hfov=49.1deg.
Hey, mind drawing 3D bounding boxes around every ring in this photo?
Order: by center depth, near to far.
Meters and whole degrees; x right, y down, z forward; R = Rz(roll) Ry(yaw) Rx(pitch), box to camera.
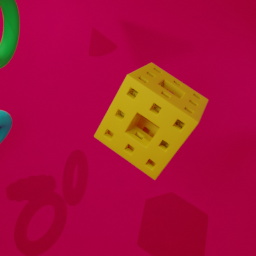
[{"bbox_3d":[-2.332,-1.763,4.960,0.293,1.465,1.465,12,68,0],"label":"ring"},{"bbox_3d":[-2.912,0.288,5.354,0.326,1.628,1.628,44,74,-1],"label":"ring"}]

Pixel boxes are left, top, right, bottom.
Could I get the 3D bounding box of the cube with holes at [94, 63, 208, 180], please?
[{"bbox_3d":[0.422,-0.173,4.701,1.207,1.207,1.207,35,29,6],"label":"cube with holes"}]
